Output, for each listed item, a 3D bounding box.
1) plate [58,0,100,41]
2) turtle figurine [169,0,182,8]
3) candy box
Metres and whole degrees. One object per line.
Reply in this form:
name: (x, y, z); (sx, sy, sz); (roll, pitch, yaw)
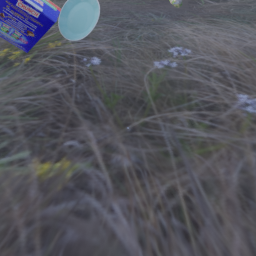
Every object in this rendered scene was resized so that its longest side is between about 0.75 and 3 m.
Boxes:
plate: (-1.289, -2.952, 7.491); (1.340, 1.340, 0.171); (19, 1, 26)
turtle figurine: (1.378, -3.669, 6.885); (1.544, 1.146, 1.592); (-24, 9, -14)
candy box: (-2.680, -2.779, 7.002); (1.551, 1.312, 0.598); (-22, 50, 42)
